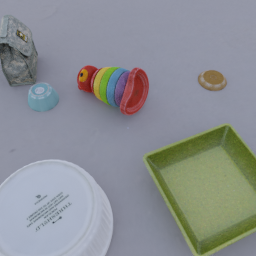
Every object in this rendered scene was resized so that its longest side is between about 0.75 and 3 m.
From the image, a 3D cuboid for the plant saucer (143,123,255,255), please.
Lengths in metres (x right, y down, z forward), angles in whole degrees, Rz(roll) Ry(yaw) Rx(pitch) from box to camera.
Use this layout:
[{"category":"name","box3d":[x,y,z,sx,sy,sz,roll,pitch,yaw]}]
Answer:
[{"category":"plant saucer","box3d":[2.185,1.508,7.273,2.837,0.679,2.833,-19,57,-14]}]

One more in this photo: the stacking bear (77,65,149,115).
[{"category":"stacking bear","box3d":[-0.638,-1.401,8.997,2.346,1.334,1.424,20,98,26]}]

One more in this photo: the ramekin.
[{"category":"ramekin","box3d":[-1.807,2.061,6.451,2.940,1.369,2.940,0,54,0]}]

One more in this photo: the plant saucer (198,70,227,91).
[{"category":"plant saucer","box3d":[2.995,-1.735,9.884,1.022,0.181,1.022,0,54,0]}]

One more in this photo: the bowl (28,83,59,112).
[{"category":"bowl","box3d":[-2.831,-1.097,9.213,1.035,0.541,1.035,1,54,-1]}]

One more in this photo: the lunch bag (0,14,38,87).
[{"category":"lunch bag","box3d":[-3.759,-2.640,9.477,1.111,1.890,1.550,-8,54,-5]}]
